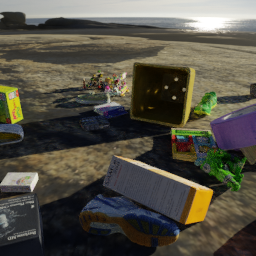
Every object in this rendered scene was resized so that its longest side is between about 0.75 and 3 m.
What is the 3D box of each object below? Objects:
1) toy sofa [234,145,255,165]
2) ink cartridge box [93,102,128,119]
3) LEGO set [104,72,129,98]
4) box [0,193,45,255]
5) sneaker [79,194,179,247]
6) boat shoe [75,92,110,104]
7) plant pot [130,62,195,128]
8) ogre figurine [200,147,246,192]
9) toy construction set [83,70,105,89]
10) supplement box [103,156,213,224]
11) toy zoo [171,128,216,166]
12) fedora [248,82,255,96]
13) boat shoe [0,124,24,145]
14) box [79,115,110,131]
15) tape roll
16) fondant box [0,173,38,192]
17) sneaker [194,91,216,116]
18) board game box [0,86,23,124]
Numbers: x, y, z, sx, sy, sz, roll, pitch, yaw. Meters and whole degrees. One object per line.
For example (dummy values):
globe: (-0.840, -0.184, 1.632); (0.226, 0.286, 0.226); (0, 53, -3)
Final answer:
toy sofa: (4.675, 0.487, 8.956); (2.362, 1.153, 0.978); (-8, 51, -18)
ink cartridge box: (-0.761, -0.808, 12.363); (1.127, 0.249, 1.148); (-17, 28, -34)
LEGO set: (-0.624, -2.553, 15.125); (1.319, 1.067, 2.867); (-2, 25, -5)
box: (-2.365, 2.077, 5.517); (1.285, 0.767, 1.307); (-9, 28, -17)
sneaker: (0.062, 1.835, 5.998); (2.122, 0.799, 0.935); (8, 26, 16)
boat shoe: (-1.693, -1.483, 13.465); (1.694, 0.525, 0.610); (2, 25, 3)
plant pot: (1.641, -1.533, 11.743); (2.297, 2.282, 2.350); (11, 18, 23)
ogre figurine: (2.617, 1.062, 7.742); (1.026, 0.839, 1.711); (26, 46, 12)
toy construction set: (-1.892, -2.757, 15.699); (1.256, 0.965, 1.047); (-9, 26, -18)
supplement box: (0.682, 1.357, 6.392); (2.106, 0.774, 1.327); (17, -3, 32)
toy zoo: (2.192, 0.586, 9.359); (1.434, 0.224, 2.186); (3, 25, 6)
fedora: (6.695, -1.935, 14.373); (1.274, 0.575, 1.127); (-1, 26, -24)
boat shoe: (-4.585, 0.350, 9.395); (2.082, 0.769, 0.888); (-1, 27, -26)
box: (-1.326, -0.204, 11.034); (1.047, 0.257, 0.844); (-9, 25, -19)
tape roll: (4.027, -0.213, 8.766); (2.712, 0.890, 2.712); (-21, 0, 0)
fondant box: (-2.901, 1.448, 7.493); (0.815, 0.238, 0.588); (-1, 25, 1)
sneaker: (3.414, -1.120, 12.315); (0.741, 0.836, 2.000); (13, 29, 24)
board game box: (-5.707, -1.095, 11.640); (2.662, 1.352, 0.634); (11, 29, 22)
